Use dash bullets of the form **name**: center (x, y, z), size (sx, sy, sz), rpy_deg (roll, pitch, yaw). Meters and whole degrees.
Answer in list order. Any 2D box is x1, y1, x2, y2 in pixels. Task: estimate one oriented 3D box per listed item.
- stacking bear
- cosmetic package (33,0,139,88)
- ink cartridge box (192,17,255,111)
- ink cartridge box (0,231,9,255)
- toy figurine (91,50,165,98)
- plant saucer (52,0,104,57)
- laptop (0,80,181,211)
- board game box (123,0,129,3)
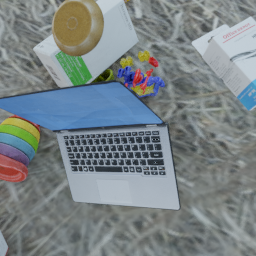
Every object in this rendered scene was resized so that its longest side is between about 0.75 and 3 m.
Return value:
- **stacking bear**: center (-3.072, 0.186, 7.904), size (1.431, 1.340, 2.357), rpy_deg (23, 56, -10)
- **cosmetic package**: center (-1.240, -2.632, 8.842), size (2.924, 1.573, 1.241), rpy_deg (-44, 44, -16)
- **ink cartridge box**: center (2.499, -1.553, 6.068), size (1.186, 0.683, 2.047), rpy_deg (-32, 75, -16)
- **ink cartridge box**: center (-3.805, 3.161, 6.500), size (1.633, 1.199, 0.677), rpy_deg (-21, 101, -8)
- **toy figurine**: center (0.190, -1.168, 8.693), size (2.634, 1.578, 1.389), rpy_deg (-9, 66, 44)
- **plant saucer**: center (-1.184, -2.288, 6.215), size (1.344, 0.238, 1.344), rpy_deg (1, 94, 20)
- **laptop**: center (-0.684, 0.560, 5.137), size (2.636, 1.631, 2.815), rpy_deg (-3, 105, 28)
- **board game box**: center (-0.756, -5.910, 11.182), size (1.227, 0.385, 2.568), rpy_deg (-35, 72, -15)
